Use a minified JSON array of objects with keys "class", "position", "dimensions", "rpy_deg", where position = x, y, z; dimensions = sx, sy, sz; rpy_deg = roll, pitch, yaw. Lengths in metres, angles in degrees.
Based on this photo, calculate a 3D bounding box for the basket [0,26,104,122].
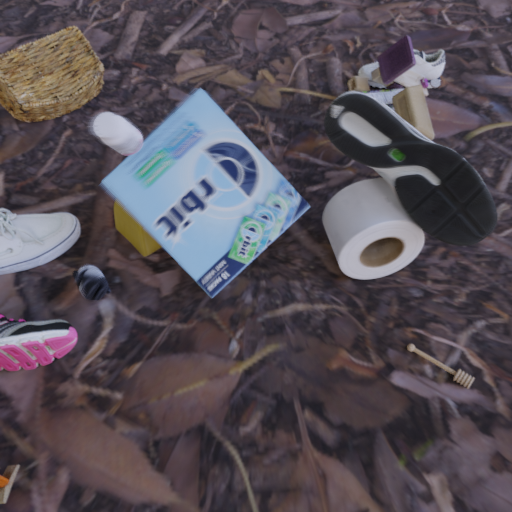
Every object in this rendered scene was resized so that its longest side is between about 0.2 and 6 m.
[{"class":"basket","position":[-4.917,-4.093,13.525],"dimensions":[2.312,1.722,1.650],"rpy_deg":[-35,91,-26]}]

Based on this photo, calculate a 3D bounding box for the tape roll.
[{"class":"tape roll","position":[2.063,-0.454,9.989],"dimensions":[1.561,1.561,1.072],"rpy_deg":[-9,52,-7]}]

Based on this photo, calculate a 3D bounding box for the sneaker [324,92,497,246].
[{"class":"sneaker","position":[2.662,-1.678,9.468],"dimensions":[3.313,1.250,1.906],"rpy_deg":[40,27,-6]}]

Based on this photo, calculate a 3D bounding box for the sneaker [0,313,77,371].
[{"class":"sneaker","position":[-4.235,1.209,8.984],"dimensions":[2.661,0.981,1.164],"rpy_deg":[-9,57,-2]}]

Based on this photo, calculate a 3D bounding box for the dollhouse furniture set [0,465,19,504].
[{"class":"dollhouse furniture set","position":[-4.192,2.709,7.559],"dimensions":[1.484,1.501,0.773],"rpy_deg":[-17,42,28]}]

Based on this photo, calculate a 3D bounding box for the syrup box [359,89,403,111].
[{"class":"syrup box","position":[2.893,-3.495,13.138],"dimensions":[1.404,0.553,0.572],"rpy_deg":[-7,51,-5]}]

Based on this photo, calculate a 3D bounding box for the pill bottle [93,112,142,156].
[{"class":"pill bottle","position":[-2.117,-1.872,8.590],"dimensions":[0.468,0.826,0.468],"rpy_deg":[-2,83,12]}]

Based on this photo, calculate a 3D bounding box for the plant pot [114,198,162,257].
[{"class":"plant pot","position":[-2.070,-0.869,10.646],"dimensions":[1.044,1.075,1.051],"rpy_deg":[-34,58,-25]}]

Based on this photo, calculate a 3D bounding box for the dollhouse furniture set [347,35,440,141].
[{"class":"dollhouse furniture set","position":[3.541,-3.337,13.102],"dimensions":[1.731,1.932,2.439],"rpy_deg":[7,67,-37]}]

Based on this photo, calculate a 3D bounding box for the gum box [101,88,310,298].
[{"class":"gum box","position":[-0.842,-1.046,9.625],"dimensions":[2.308,0.605,2.716],"rpy_deg":[-43,92,1]}]

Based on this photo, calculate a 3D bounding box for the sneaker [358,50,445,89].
[{"class":"sneaker","position":[3.611,-4.728,13.976],"dimensions":[2.110,0.849,0.806],"rpy_deg":[-3,52,-1]}]

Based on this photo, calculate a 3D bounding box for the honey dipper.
[{"class":"honey dipper","position":[2.952,1.752,9.059],"dimensions":[1.128,0.214,0.214],"rpy_deg":[30,57,24]}]

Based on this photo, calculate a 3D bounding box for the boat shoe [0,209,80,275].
[{"class":"boat shoe","position":[-4.706,-0.398,10.159],"dimensions":[2.847,1.214,1.052],"rpy_deg":[-18,53,-14]}]

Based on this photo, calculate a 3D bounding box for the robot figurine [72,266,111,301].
[{"class":"robot figurine","position":[-2.857,0.467,9.741],"dimensions":[0.477,0.575,0.765],"rpy_deg":[-25,34,-19]}]
